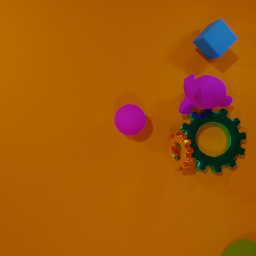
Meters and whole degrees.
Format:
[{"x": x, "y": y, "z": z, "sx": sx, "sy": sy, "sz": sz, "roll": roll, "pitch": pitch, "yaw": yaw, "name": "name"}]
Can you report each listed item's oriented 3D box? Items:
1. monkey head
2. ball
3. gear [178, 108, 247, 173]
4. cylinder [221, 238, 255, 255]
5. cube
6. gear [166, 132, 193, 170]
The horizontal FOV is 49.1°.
[{"x": 2.156, "y": -0.873, "z": 8.177, "sx": 1.165, "sy": 1.934, "sz": 1.391, "roll": 39, "pitch": 113, "yaw": 43, "name": "monkey head"}, {"x": 0.056, "y": -0.250, "z": 8.408, "sx": 0.946, "sy": 0.946, "sz": 0.946, "roll": 0, "pitch": 81, "yaw": 0, "name": "ball"}, {"x": 2.568, "y": 0.356, "z": 8.620, "sx": 2.004, "sy": 0.371, "sz": 2.004, "roll": 0, "pitch": 81, "yaw": 0, "name": "gear"}, {"x": 3.299, "y": 3.844, "z": 7.523, "sx": 1.187, "sy": 1.187, "sz": 1.187, "roll": -38, "pitch": 95, "yaw": -6, "name": "cylinder"}, {"x": 2.663, "y": -2.729, "z": 8.665, "sx": 0.807, "sy": 0.807, "sz": 0.807, "roll": 44, "pitch": 89, "yaw": -13, "name": "cube"}, {"x": 1.482, "y": 0.662, "z": 8.110, "sx": 0.196, "sy": 1.059, "sz": 1.059, "roll": -4, "pitch": 80, "yaw": -24, "name": "gear"}]
